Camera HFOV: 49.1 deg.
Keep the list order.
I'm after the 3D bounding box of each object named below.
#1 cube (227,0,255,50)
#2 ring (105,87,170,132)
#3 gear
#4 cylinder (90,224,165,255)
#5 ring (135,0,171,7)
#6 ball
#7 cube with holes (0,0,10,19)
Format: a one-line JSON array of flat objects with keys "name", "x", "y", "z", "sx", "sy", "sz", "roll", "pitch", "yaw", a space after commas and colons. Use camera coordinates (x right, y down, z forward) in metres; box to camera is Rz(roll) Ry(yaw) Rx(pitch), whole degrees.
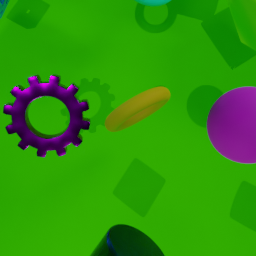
[{"name": "cube", "x": 3.013, "y": -2.455, "z": 5.575, "sx": 1.388, "sy": 1.388, "sz": 1.388, "roll": -31, "pitch": 33, "yaw": 10}, {"name": "ring", "x": 0.194, "y": -0.359, "z": 5.627, "sx": 1.463, "sy": 1.463, "sz": 0.293, "roll": -28, "pitch": 82, "yaw": -8}, {"name": "gear", "x": -1.554, "y": -0.229, "z": 5.490, "sx": 1.607, "sy": 0.297, "sz": 1.607, "roll": -2, "pitch": 106, "yaw": -7}, {"name": "cylinder", "x": -0.117, "y": 2.192, "z": 4.112, "sx": 1.081, "sy": 1.081, "sz": 1.081, "roll": 36, "pitch": 103, "yaw": 10}, {"name": "ring", "x": 0.507, "y": -3.326, "z": 5.816, "sx": 1.502, "sy": 0.300, "sz": 1.502, "roll": -3, "pitch": 102, "yaw": -15}, {"name": "ball", "x": 1.930, "y": -0.046, "z": 4.566, "sx": 1.247, "sy": 1.247, "sz": 1.247, "roll": 0, "pitch": 73, "yaw": 0}, {"name": "cube with holes", "x": -3.637, "y": -3.580, "z": 7.190, "sx": 0.925, "sy": 0.925, "sz": 0.925, "roll": 26, "pitch": 91, "yaw": -11}]
